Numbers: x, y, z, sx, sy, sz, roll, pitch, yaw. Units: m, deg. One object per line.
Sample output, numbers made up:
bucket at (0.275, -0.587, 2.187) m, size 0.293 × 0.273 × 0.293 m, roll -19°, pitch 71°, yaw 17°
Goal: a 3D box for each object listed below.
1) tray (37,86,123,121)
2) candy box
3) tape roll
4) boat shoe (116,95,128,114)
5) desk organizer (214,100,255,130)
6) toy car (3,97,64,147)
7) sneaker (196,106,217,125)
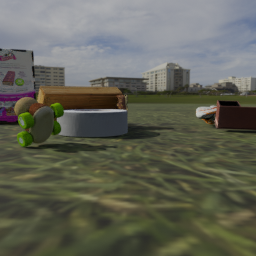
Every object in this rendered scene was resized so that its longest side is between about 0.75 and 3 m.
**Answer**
tray at (-1.503, -0.638, 8.750) m, size 2.594 × 1.280 × 0.480 m, roll -6°, pitch 42°, yaw -37°
candy box at (-4.492, -1.567, 10.575) m, size 1.848 × 2.710 × 0.827 m, roll -3°, pitch 4°, yaw -27°
tape roll at (-0.945, -0.172, 7.527) m, size 1.875 × 0.619 × 1.875 m, roll -1°, pitch 6°, yaw 0°
boat shoe at (-0.207, -0.589, 8.613) m, size 0.366 × 1.084 × 0.390 m, roll 8°, pitch -39°, yaw -10°
desk organizer at (3.338, -0.355, 7.780) m, size 1.707 × 0.657 × 0.612 m, roll 3°, pitch 23°, yaw 11°
toy car at (-1.993, -0.270, 5.640) m, size 1.071 × 0.845 × 0.879 m, roll 34°, pitch 36°, yaw 24°
sneaker at (2.809, -0.398, 9.511) m, size 1.564 × 0.604 × 0.612 m, roll -7°, pitch 21°, yaw -45°
